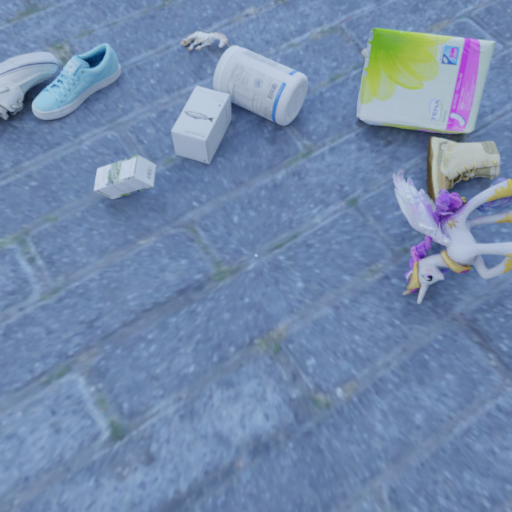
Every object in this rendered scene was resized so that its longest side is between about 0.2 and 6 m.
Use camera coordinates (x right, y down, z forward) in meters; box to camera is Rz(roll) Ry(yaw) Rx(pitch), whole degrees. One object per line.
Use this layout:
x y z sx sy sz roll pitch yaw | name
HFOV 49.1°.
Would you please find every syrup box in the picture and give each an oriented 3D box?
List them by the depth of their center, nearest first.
-2.422 -1.431 10.296 1.165 0.474 0.459 -10 68 37 | syrup box

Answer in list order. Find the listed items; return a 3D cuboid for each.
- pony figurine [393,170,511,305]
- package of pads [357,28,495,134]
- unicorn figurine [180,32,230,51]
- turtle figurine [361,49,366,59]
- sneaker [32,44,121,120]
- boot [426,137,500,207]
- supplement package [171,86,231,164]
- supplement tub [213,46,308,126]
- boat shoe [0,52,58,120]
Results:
3.278 -0.440 9.328 2.197 1.829 2.120 -21 70 31 | pony figurine
3.248 -3.385 11.021 2.341 1.808 0.798 9 19 4 | package of pads
-1.129 -4.786 12.453 1.064 0.393 0.731 32 56 22 | unicorn figurine
2.851 -4.166 11.928 1.201 0.864 1.164 -19 52 -10 | turtle figurine
-3.817 -3.717 11.625 0.794 0.880 2.149 38 68 19 | sneaker
3.922 -1.540 10.584 1.314 0.615 1.691 5 56 10 | boot
-1.060 -2.598 11.108 0.747 0.750 1.278 17 63 9 | supplement package
0.099 -3.450 11.364 1.667 1.100 1.100 29 66 15 | supplement tub
-5.232 -3.271 11.482 2.702 0.958 0.943 -30 93 -18 | boat shoe
